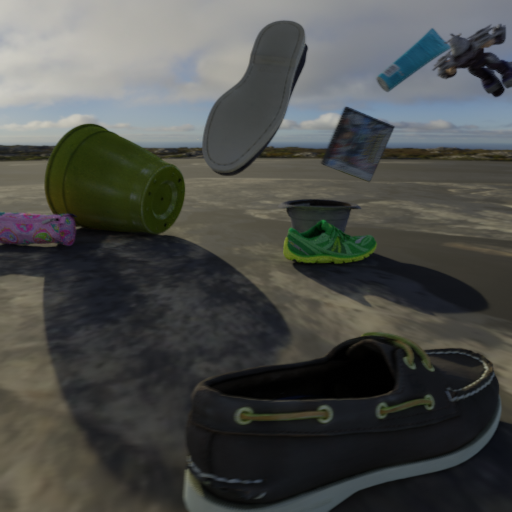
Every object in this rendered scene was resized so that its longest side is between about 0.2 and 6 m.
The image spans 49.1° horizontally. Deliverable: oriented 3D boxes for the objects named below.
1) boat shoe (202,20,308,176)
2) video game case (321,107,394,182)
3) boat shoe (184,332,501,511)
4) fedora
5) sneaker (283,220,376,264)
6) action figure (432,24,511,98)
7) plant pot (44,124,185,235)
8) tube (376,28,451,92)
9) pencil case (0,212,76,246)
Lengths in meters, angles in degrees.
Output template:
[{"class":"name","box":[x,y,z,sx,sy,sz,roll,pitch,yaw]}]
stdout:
[{"class":"boat shoe","box":[0.099,-2.504,9.452,1.181,3.250,1.019,15,-25,16]},{"class":"video game case","box":[2.216,-2.416,12.230,1.192,1.318,0.168,17,16,-16]},{"class":"boat shoe","box":[0.818,1.031,4.022,2.834,0.853,1.010,-8,15,-34]},{"class":"fedora","box":[1.306,-0.690,11.730,1.721,0.878,1.945,-1,10,-8]},{"class":"sneaker","box":[1.378,-0.265,10.107,1.794,0.750,0.665,-3,12,-17]},{"class":"action figure","box":[3.060,-2.668,7.696,1.543,0.535,1.004,16,-23,-38]},{"class":"plant pot","box":[-3.061,-1.568,12.964,2.422,2.515,2.515,19,19,25]},{"class":"tube","box":[2.845,-3.560,10.224,1.380,0.534,0.348,-38,-10,2]},{"class":"pencil case","box":[-4.575,-0.573,11.575,1.663,0.727,0.727,2,13,11]}]
